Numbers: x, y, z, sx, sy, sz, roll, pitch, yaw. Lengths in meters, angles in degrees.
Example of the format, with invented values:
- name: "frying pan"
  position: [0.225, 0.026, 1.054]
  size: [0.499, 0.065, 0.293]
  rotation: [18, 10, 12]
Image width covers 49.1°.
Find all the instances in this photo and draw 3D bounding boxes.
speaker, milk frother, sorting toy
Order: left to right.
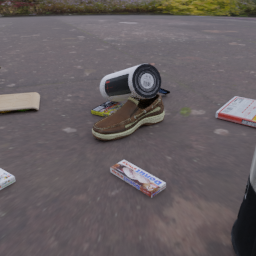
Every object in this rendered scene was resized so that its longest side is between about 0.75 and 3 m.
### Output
- name: "sorting toy"
  position: [-3.704, -0.817, 9.142]
  size: [1.553, 0.283, 1.437]
  rotation: [-2, 26, -14]
- name: "speaker"
  position: [-0.010, -1.253, 8.174]
  size: [0.917, 0.917, 2.259]
  rotation: [-14, 9, -26]
- name: "milk frother"
  position: [2.731, 0.887, 2.874]
  size: [2.868, 2.698, 2.588]
  rotation: [11, 29, 21]

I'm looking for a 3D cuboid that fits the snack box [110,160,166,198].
- name: "snack box"
  position: [0.176, 0.980, 5.576]
  size: [0.415, 0.140, 1.155]
  rotation: [-24, 35, -39]

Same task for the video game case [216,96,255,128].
- name: "video game case"
  position: [4.097, -0.368, 8.230]
  size: [2.484, 0.217, 1.776]
  rotation: [18, 31, 33]

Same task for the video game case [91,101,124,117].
- name: "video game case"
  position: [-0.474, -0.581, 8.755]
  size: [0.956, 0.135, 1.058]
  rotation: [13, 27, 25]

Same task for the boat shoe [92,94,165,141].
- name: "boat shoe"
  position: [0.027, -0.417, 7.578]
  size: [2.370, 0.877, 0.875]
  rotation: [-23, 34, -38]

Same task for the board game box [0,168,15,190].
- name: "board game box"
  position: [-2.707, 0.991, 5.552]
  size: [0.821, 0.142, 0.518]
  rotation: [18, 31, 32]

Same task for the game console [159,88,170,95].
- name: "game console"
  position: [1.028, -1.363, 9.759]
  size: [1.076, 0.130, 0.634]
  rotation: [14, -7, -30]
